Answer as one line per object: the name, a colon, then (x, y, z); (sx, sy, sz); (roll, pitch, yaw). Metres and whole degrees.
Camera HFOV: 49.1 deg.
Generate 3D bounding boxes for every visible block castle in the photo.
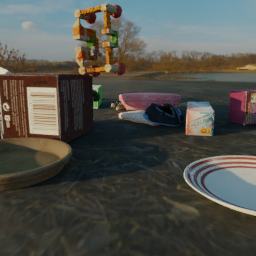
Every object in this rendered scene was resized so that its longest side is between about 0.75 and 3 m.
block castle: (-0.821, -2.634, 8.609); (1.385, 2.072, 0.972); (1, 9, 31)

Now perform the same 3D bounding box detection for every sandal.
sandal: (-1.838, -1.767, 11.537); (1.908, 0.780, 0.521); (31, 65, 19)

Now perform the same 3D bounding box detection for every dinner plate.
dinner plate: (2.383, 1.016, 4.983); (2.740, 0.332, 2.740); (1, 13, 0)

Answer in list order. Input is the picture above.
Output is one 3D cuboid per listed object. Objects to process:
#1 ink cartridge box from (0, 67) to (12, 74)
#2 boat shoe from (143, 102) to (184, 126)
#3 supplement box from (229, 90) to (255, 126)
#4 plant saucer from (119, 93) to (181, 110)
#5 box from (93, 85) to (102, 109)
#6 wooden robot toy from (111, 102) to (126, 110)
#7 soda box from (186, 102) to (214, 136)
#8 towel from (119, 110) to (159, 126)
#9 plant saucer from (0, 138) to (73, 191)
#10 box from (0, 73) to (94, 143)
ink cartridge box: (-4.261, -1.553, 9.566); (1.656, 0.686, 1.216); (24, -13, 33)
boat shoe: (1.513, -0.528, 10.417); (0.905, 0.739, 2.151); (40, 26, 30)
supplement box: (5.262, -0.866, 11.295); (2.051, 1.343, 1.058); (-3, 11, -15)
plant saucer: (1.051, -1.223, 13.495); (2.954, 0.749, 2.954); (0, 2, 0)
box: (-2.680, -1.829, 16.172); (2.149, 1.177, 2.435); (2, 13, 0)
wooden robot toy: (-0.417, -1.108, 14.956); (1.090, 0.480, 0.495); (-8, -21, -29)
soda box: (2.617, -0.415, 10.357); (0.907, 0.843, 2.653); (2, 13, 11)
towel: (0.916, -0.474, 11.892); (1.963, 0.316, 1.874); (12, 16, 43)
plant saucer: (-2.631, 0.724, 6.138); (2.796, 0.412, 2.796); (1, 13, 0)
box: (-2.458, -0.711, 8.882); (1.987, 2.008, 2.420); (3, 11, 15)
